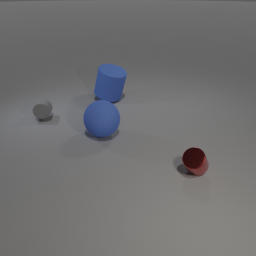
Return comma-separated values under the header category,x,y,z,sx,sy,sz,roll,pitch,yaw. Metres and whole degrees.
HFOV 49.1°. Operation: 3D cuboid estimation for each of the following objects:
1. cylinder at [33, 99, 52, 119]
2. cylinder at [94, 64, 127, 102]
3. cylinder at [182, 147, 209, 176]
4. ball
category,x,y,z,sx,sy,sz,roll,pitch,yaw
cylinder,-3.684,-0.819,12.112,0.700,0.700,0.700,-2,21,-3
cylinder,-0.876,-2.232,13.809,1.400,1.400,1.400,11,35,-8
cylinder,2.080,1.035,8.611,0.700,0.700,0.700,-10,61,20
ball,-0.994,-0.355,10.664,1.400,1.400,1.400,0,28,0
